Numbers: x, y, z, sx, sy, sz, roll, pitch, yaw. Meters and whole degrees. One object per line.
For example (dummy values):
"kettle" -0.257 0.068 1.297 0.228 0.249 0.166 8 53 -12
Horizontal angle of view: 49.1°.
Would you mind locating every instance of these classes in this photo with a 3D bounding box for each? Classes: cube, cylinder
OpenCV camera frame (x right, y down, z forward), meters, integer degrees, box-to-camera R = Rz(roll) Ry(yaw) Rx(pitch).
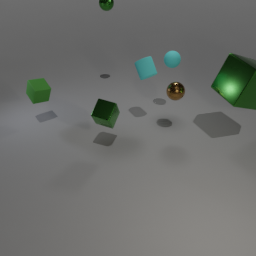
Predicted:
"cube" -0.773 -0.499 9.755 0.700 0.700 0.700 17 71 15
"cube" -3.619 -1.502 11.316 0.700 0.700 0.700 -18 57 -38
"cylinder" 0.687 -2.297 10.790 0.700 0.700 0.700 -20 3 1
"cube" 4.141 -1.626 9.940 1.400 1.400 1.400 4 35 -30

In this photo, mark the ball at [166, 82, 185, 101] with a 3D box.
"ball" 1.787 -1.381 10.496 0.700 0.700 0.700 0 31 0

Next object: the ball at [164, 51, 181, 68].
"ball" 1.853 -2.871 11.724 0.700 0.700 0.700 0 31 0

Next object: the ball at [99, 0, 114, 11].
"ball" -1.003 -5.812 13.006 0.700 0.700 0.700 0 31 0
